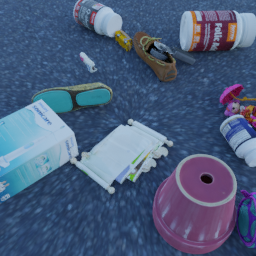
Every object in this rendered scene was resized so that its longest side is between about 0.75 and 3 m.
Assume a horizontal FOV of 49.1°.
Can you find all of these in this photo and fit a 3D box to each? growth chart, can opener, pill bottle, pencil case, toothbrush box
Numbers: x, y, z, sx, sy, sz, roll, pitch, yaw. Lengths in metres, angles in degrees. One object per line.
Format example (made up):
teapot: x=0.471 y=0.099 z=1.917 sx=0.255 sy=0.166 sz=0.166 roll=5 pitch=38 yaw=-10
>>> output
growth chart: x=-0.091 y=0.732 z=8.134 sx=2.611 sy=0.232 sz=1.889 roll=-36 pitch=59 yaw=-27
can opener: x=1.697 y=-2.773 z=10.725 sx=1.888 sy=0.631 sz=0.504 roll=14 pitch=40 yaw=-30
pill bottle: x=3.350 y=0.372 z=8.069 sx=0.793 sy=0.793 sz=1.428 roll=-13 pitch=52 yaw=-11
pencil case: x=3.965 y=2.150 z=6.243 sx=2.765 sy=1.176 sz=1.278 roll=5 pitch=75 yaw=3
toothbrush box: x=-2.912 y=0.531 z=7.754 sx=2.457 sy=1.048 sz=1.799 roll=-34 pitch=57 yaw=-26
pill bottle: x=3.570 y=-3.902 z=11.286 sx=2.702 sy=1.543 sz=1.543 roll=-2 pitch=49 yaw=-1
pill bottle: x=-1.325 y=-4.849 z=12.341 sx=2.054 sy=1.190 sz=1.190 roll=34 pitch=57 yaw=26

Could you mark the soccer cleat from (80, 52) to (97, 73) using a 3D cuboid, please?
soccer cleat: x=-1.418 y=-2.409 z=10.209 sx=0.373 sy=0.864 sz=0.302 roll=-3 pitch=46 yaw=31

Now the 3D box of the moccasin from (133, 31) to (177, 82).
moccasin: x=0.978 y=-2.968 z=10.775 sx=1.025 sy=1.082 sz=2.802 roll=-13 pitch=50 yaw=-11

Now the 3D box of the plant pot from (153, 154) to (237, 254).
plant pot: x=1.582 y=1.597 z=6.375 sx=1.962 sy=1.757 sz=1.962 roll=0 pitch=49 yaw=0

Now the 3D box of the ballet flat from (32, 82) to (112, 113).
ballet flat: x=-1.825 y=-1.044 z=9.364 sx=2.599 sy=0.919 sz=0.919 roll=-8 pitch=49 yaw=-6

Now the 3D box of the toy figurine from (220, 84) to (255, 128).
toy figurine: x=3.799 y=-0.696 z=8.989 sx=1.702 sy=1.388 sz=1.849 roll=14 pitch=74 yaw=30

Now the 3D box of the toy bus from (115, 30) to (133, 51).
toy bus: x=-0.168 y=-3.721 z=11.908 sx=0.452 sy=0.376 sz=1.154 roll=-23 pitch=53 yaw=-20
